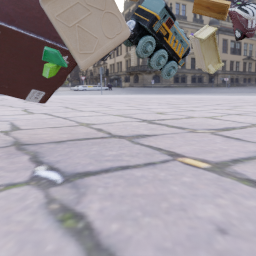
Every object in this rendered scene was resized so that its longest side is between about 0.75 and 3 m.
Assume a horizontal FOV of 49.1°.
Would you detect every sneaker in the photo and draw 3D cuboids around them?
[{"bbox_3d":[3.577,-3.629,9.394,0.834,1.274,2.205,-15,40,0],"label":"sneaker"}]

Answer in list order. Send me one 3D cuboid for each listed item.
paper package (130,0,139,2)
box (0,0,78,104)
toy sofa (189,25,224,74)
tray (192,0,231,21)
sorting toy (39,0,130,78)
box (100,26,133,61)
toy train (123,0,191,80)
[{"bbox_3d":[-0.113,-3.274,4.323,2.029,1.101,2.129,-7,-18,-40],"label":"paper package"},{"bbox_3d":[-2.609,-2.588,6.636,2.419,2.946,2.444,14,-31,-34],"label":"box"},{"bbox_3d":[2.801,-2.778,9.933,0.655,1.582,0.772,-37,40,-9],"label":"toy sofa"},{"bbox_3d":[1.984,-2.883,6.715,0.835,0.412,0.155,20,55,16],"label":"tray"},{"bbox_3d":[-0.798,-1.523,4.252,1.670,1.235,0.246,-43,34,-22],"label":"sorting toy"},{"bbox_3d":[-0.387,-1.732,5.151,0.798,0.639,0.177,-36,-3,30],"label":"box"},{"bbox_3d":[1.025,-2.713,8.810,2.835,1.616,1.208,28,15,-50],"label":"toy train"}]
